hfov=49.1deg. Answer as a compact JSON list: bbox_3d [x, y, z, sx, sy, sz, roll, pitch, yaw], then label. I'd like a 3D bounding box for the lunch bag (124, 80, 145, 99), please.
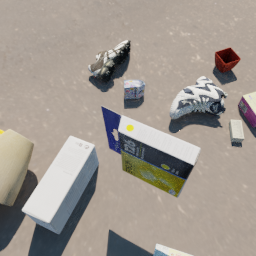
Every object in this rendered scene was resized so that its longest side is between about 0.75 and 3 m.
[{"bbox_3d":[0.280,-1.674,12.191,0.904,0.766,0.574,-3,55,-3],"label":"lunch bag"}]

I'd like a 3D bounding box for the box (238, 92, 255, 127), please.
[{"bbox_3d":[5.626,-0.875,11.739,1.418,0.686,1.247,-17,60,-9],"label":"box"}]

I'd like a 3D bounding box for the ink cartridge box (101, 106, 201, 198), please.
[{"bbox_3d":[0.383,0.699,6.992,2.423,2.394,0.569,22,64,13],"label":"ink cartridge box"}]

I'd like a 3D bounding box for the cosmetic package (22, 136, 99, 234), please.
[{"bbox_3d":[-2.141,1.900,9.538,1.032,1.469,2.896,20,59,14],"label":"cosmetic package"}]

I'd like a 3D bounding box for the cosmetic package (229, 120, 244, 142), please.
[{"bbox_3d":[4.380,0.115,11.335,0.456,0.322,0.881,5,59,3],"label":"cosmetic package"}]

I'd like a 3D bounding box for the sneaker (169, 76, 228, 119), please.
[{"bbox_3d":[3.074,-0.968,11.563,1.719,1.054,2.642,35,54,29],"label":"sneaker"}]

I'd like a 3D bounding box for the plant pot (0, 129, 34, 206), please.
[{"bbox_3d":[-4.185,1.182,9.444,1.988,1.988,2.123,25,73,15],"label":"plant pot"}]

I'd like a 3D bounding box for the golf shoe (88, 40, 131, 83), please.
[{"bbox_3d":[-0.829,-3.372,13.125,1.242,1.022,2.630,28,61,16],"label":"golf shoe"}]

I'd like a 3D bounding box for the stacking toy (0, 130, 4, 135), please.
[{"bbox_3d":[-4.785,0.451,10.275,1.284,1.757,1.284,0,57,0],"label":"stacking toy"}]

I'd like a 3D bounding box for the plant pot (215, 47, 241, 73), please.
[{"bbox_3d":[4.560,-3.102,13.092,0.869,0.765,0.868,-20,60,-13],"label":"plant pot"}]

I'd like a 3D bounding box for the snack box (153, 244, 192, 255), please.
[{"bbox_3d":[1.408,4.219,8.806,1.261,0.234,0.732,15,59,9],"label":"snack box"}]
